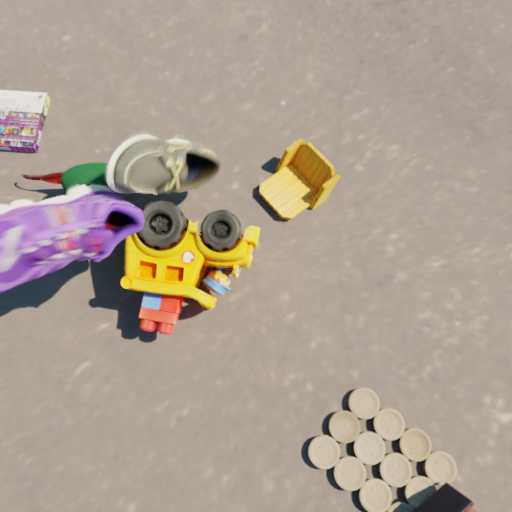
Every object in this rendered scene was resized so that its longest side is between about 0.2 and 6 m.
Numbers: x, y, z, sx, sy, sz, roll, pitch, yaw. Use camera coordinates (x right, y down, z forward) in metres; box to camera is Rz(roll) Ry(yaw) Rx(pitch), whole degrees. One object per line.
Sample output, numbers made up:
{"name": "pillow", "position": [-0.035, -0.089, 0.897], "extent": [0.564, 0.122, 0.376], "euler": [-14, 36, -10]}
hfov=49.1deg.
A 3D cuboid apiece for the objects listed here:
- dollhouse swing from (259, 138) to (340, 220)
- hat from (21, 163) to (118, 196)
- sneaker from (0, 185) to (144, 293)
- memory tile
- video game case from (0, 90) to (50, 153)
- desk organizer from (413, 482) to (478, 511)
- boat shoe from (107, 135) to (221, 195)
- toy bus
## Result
{"name": "dollhouse swing", "position": [0.773, -1.481, 11.042], "extent": [1.013, 1.047, 1.153], "euler": [-31, 72, -33]}
{"name": "hat", "position": [-3.427, -1.625, 10.495], "extent": [1.664, 1.566, 1.891], "euler": [44, 94, -8]}
{"name": "sneaker", "position": [-2.847, -0.292, 8.260], "extent": [1.223, 1.182, 2.931], "euler": [20, 36, 28]}
{"name": "memory tile", "position": [2.155, 3.485, 9.599], "extent": [2.193, 0.184, 1.681], "euler": [39, 74, 13]}
{"name": "video game case", "position": [-5.258, -2.877, 11.880], "extent": [1.507, 0.270, 1.366], "euler": [3, 70, 1]}
{"name": "desk organizer", "position": [2.452, 4.913, 8.614], "extent": [2.710, 0.972, 1.043], "euler": [-37, 89, -8]}
{"name": "boat shoe", "position": [-1.486, -1.506, 9.534], "extent": [0.796, 2.663, 0.952], "euler": [21, 111, 18]}
{"name": "toy bus", "position": [-1.241, 0.291, 10.133], "extent": [2.404, 1.631, 2.308], "euler": [7, 83, 0]}
